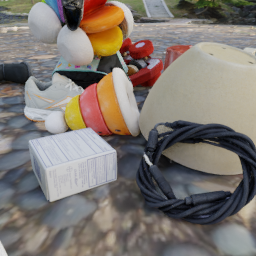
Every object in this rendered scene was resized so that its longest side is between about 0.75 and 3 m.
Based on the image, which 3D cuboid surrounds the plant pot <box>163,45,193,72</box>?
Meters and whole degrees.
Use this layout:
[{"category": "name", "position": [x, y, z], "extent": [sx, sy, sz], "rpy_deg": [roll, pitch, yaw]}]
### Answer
[{"category": "plant pot", "position": [1.867, -1.624, 8.916], "extent": [1.865, 1.814, 1.865], "rpy_deg": [0, 24, 0]}]

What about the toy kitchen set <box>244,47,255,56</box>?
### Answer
[{"category": "toy kitchen set", "position": [3.903, -2.416, 10.971], "extent": [1.947, 1.560, 1.147], "rpy_deg": [17, 30, 32]}]

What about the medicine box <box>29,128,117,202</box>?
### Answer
[{"category": "medicine box", "position": [-1.055, 0.616, 5.321], "extent": [1.322, 0.681, 1.204], "rpy_deg": [-12, 27, -27]}]

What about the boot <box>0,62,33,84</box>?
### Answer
[{"category": "boot", "position": [-5.369, -2.015, 10.821], "extent": [2.751, 0.903, 2.268], "rpy_deg": [-14, 17, -37]}]

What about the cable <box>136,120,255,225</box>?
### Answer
[{"category": "cable", "position": [1.093, 0.682, 4.470], "extent": [2.014, 0.511, 1.643], "rpy_deg": [15, 68, 26]}]

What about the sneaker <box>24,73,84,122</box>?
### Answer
[{"category": "sneaker", "position": [-1.600, -0.875, 7.878], "extent": [2.836, 1.304, 1.074], "rpy_deg": [1, 25, 2]}]

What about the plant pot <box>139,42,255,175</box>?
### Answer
[{"category": "plant pot", "position": [1.819, -0.685, 5.993], "extent": [2.860, 1.920, 2.860], "rpy_deg": [9, 32, -6]}]

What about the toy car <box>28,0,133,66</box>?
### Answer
[{"category": "toy car", "position": [-1.201, -3.101, 7.253], "extent": [2.619, 1.964, 2.292], "rpy_deg": [38, 61, 15]}]

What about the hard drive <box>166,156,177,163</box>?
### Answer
[{"category": "hard drive", "position": [1.408, 0.103, 6.826], "extent": [1.488, 0.403, 2.130], "rpy_deg": [-4, 24, -9]}]

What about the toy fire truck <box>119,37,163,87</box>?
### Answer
[{"category": "toy fire truck", "position": [-0.184, -2.198, 10.908], "extent": [2.412, 1.610, 2.872], "rpy_deg": [-42, 42, -23]}]

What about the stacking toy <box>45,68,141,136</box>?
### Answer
[{"category": "stacking toy", "position": [-0.952, -0.362, 7.036], "extent": [2.367, 1.729, 1.729], "rpy_deg": [-16, 22, 10]}]

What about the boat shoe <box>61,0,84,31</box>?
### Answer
[{"category": "boat shoe", "position": [-1.194, -2.690, 5.945], "extent": [0.540, 1.544, 0.511], "rpy_deg": [6, 67, -10]}]

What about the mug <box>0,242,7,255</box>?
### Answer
[{"category": "mug", "position": [-2.444, 1.291, 2.486], "extent": [2.285, 2.229, 2.784], "rpy_deg": [-27, 18, -30]}]

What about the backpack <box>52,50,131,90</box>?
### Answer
[{"category": "backpack", "position": [-1.149, -1.704, 8.828], "extent": [2.191, 1.926, 1.680], "rpy_deg": [0, 65, 21]}]
